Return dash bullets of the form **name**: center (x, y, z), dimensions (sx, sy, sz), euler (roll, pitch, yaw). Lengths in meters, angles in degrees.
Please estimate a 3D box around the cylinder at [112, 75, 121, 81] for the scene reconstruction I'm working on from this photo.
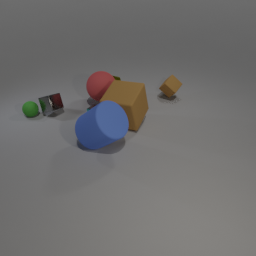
- **cylinder**: center (-0.841, -2.425, 14.835), dimensions (0.700, 0.700, 0.700), euler (6, 25, -31)

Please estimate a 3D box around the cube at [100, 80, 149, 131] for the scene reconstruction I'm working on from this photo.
- **cube**: center (-0.107, -0.943, 11.463), dimensions (1.400, 1.400, 1.400), euler (10, 50, 23)

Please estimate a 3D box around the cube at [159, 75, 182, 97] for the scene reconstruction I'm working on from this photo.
- **cube**: center (2.095, -2.054, 13.772), dimensions (0.700, 0.700, 0.700), euler (41, 67, -6)

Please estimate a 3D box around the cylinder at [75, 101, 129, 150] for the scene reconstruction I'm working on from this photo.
- **cylinder**: center (-0.935, -0.077, 9.926), dimensions (1.400, 1.400, 1.400), euler (-26, 8, 45)

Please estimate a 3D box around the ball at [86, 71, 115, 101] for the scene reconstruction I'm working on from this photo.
- **ball**: center (-1.231, -1.932, 13.013), dimensions (1.400, 1.400, 1.400), euler (0, 31, 0)

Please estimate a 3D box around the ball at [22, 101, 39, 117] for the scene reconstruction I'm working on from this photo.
- **ball**: center (-4.335, -0.846, 12.446), dimensions (0.700, 0.700, 0.700), euler (0, 31, 0)

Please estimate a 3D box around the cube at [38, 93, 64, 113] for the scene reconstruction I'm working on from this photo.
- **cube**: center (-3.413, -1.108, 12.460), dimensions (0.700, 0.700, 0.700), euler (-8, 12, 34)

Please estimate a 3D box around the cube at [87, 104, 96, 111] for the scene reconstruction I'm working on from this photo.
- **cube**: center (-1.286, -0.539, 11.819), dimensions (0.700, 0.700, 0.700), euler (8, 21, 14)
